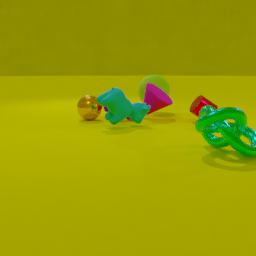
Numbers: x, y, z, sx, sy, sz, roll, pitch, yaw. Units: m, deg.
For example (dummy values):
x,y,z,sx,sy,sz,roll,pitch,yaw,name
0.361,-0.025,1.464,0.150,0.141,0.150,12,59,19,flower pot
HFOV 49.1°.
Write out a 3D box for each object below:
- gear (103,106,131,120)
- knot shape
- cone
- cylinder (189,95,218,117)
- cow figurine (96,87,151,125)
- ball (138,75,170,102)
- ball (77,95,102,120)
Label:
x,y,z,sx,sy,sz,roll,pitch,yaw,name
-0.224,-0.676,10.432,1.365,0.253,1.365,15,18,-5,gear
2.064,0.008,6.211,1.602,0.740,1.499,31,-3,-22,knot shape
0.832,-0.839,10.515,1.207,1.211,1.207,30,26,-16,cone
2.631,-0.674,9.774,0.702,0.702,0.702,32,8,-9,cylinder
-0.083,-0.714,8.837,1.470,1.494,0.820,-32,30,-13,cow figurine
1.096,-1.570,11.867,1.354,1.354,1.354,0,12,0,ball
-1.395,-0.731,10.147,0.908,0.908,0.908,0,12,0,ball
